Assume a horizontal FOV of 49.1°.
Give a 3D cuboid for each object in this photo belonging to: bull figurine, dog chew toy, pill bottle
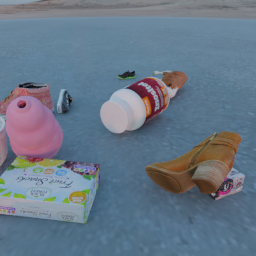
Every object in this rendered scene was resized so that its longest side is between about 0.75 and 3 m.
[{"bbox_3d":[1.564,-1.841,12.089,1.662,0.892,2.738,16,31,28],"label":"bull figurine"},{"bbox_3d":[-2.384,0.001,6.982,1.358,2.181,1.358,2,62,-4],"label":"dog chew toy"},{"bbox_3d":[0.264,-0.767,9.395,1.396,1.396,2.471,17,32,31],"label":"pill bottle"}]

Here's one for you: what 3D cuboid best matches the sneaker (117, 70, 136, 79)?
[{"bbox_3d":[-0.089,-2.764,14.428,1.034,0.433,0.397,-12,29,-23],"label":"sneaker"}]

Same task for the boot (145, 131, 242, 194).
[{"bbox_3d":[1.449,0.666,6.322,1.988,0.763,1.544,-12,30,51],"label":"boot"}]

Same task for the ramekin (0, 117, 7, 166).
[{"bbox_3d":[-4.149,0.491,7.271,2.025,1.063,2.025,-1,27,0],"label":"ramekin"}]

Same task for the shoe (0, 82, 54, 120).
[{"bbox_3d":[-4.037,-1.000,10.070,2.630,1.196,0.940,-2,27,-4],"label":"shoe"}]

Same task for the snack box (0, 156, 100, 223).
[{"bbox_3d":[-1.766,1.301,6.211,2.055,0.544,1.461,4,29,5],"label":"snack box"}]

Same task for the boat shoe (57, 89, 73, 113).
[{"bbox_3d":[-2.409,-1.079,10.972,0.524,0.554,1.545,-2,29,-4],"label":"boat shoe"}]

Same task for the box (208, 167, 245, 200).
[{"bbox_3d":[2.183,1.234,6.452,0.812,0.466,0.537,-12,29,-23],"label":"box"}]
